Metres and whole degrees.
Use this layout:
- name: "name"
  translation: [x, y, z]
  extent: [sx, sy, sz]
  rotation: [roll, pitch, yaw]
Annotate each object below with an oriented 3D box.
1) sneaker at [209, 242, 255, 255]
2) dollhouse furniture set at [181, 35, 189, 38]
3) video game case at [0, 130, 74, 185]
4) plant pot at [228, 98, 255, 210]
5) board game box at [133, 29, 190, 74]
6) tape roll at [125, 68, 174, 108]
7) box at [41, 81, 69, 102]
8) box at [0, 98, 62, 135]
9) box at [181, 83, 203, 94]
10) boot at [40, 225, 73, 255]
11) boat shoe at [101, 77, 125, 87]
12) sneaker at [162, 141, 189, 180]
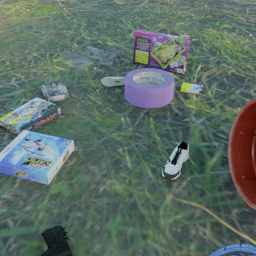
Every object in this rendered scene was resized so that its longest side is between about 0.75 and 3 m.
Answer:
- name: "sneaker"
  translation: [2.507, 2.907, 5.475]
  extent: [2.730, 1.028, 1.071]
  rotation: [-6, 41, -5]
- name: "dollhouse furniture set"
  translation: [2.936, -4.471, 15.632]
  extent: [0.832, 1.187, 0.837]
  rotation: [6, 36, 8]
- name: "video game case"
  translation: [-2.926, 0.847, 8.813]
  extent: [1.893, 0.430, 1.715]
  rotation: [10, 37, 13]
- name: "plant pot"
  translation: [4.647, 0.701, 7.269]
  extent: [2.803, 2.882, 2.882]
  rotation: [2, 35, -11]
- name: "board game box"
  translation: [1.631, -3.934, 14.391]
  extent: [2.945, 1.768, 0.476]
  rotation: [19, 40, 24]
- name: "tape roll"
  translation: [0.905, -1.760, 12.085]
  extent: [2.097, 0.891, 2.097]
  rotation: [1, 35, -1]
- name: "box"
  translation: [-3.203, -1.591, 12.259]
  extent: [0.954, 0.291, 1.205]
  rotation: [-16, 43, -20]
- name: "box"
  translation: [-3.684, -0.444, 10.670]
  extent: [1.344, 0.371, 1.967]
  rotation: [19, 40, 25]
- name: "box"
  translation: [2.894, -1.803, 12.721]
  extent: [0.909, 0.217, 0.554]
  rotation: [11, 37, 15]
- name: "boot"
  translation: [-1.769, 2.668, 6.313]
  extent: [0.977, 0.361, 0.800]
  rotation: [-11, 38, -27]
- name: "boat shoe"
  translation: [-0.600, -2.187, 13.160]
  extent: [1.280, 0.447, 0.456]
  rotation: [1, 13, 7]
- name: "sneaker"
  translation: [1.456, 0.952, 8.534]
  extent: [0.555, 0.602, 1.505]
  rotation: [17, 40, 20]
